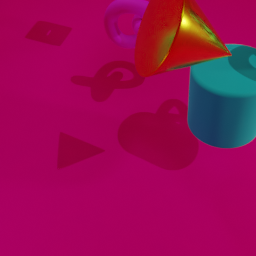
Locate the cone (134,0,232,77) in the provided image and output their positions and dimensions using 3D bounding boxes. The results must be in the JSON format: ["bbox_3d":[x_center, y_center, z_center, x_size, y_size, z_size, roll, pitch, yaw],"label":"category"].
[{"bbox_3d":[0.754,-0.951,3.123,1.033,1.029,1.029,11,54,-22],"label":"cone"}]

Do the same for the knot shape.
[{"bbox_3d":[0.564,-2.223,5.680,1.913,1.790,0.884,-12,99,-19],"label":"knot shape"}]

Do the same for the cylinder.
[{"bbox_3d":[1.740,-0.542,4.910,1.325,1.325,1.325,-5,49,5],"label":"cylinder"}]
